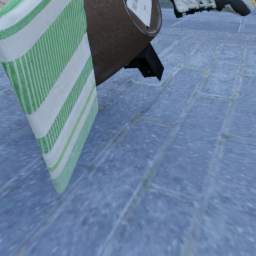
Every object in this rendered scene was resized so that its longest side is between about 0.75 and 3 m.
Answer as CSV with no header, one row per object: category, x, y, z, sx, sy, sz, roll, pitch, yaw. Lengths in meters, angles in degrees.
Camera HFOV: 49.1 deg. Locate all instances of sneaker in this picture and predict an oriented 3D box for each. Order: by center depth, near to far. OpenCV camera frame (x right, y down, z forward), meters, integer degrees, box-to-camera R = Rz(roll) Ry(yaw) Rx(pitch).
sneaker,1.607,-3.008,6.555,2.544,1.115,0.962,27,14,8

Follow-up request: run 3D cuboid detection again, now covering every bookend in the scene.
bookend,0.318,-1.837,8.018,1.084,1.077,0.499,4,64,31

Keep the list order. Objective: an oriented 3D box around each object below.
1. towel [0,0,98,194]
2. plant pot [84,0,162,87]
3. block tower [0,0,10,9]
towel,-1.001,-0.693,4.248,0.335,2.862,2.183,7,47,9
plant pot,-0.715,-2.185,6.235,2.723,2.545,2.545,-11,18,41
block tower,-2.784,-2.536,5.593,0.690,0.739,2.556,10,44,-53
